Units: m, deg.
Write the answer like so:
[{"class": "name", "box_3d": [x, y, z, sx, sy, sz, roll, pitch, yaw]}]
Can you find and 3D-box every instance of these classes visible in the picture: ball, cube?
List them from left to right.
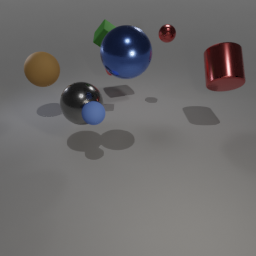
[{"class": "ball", "box_3d": [-3.463, -2.362, 11.313, 1.400, 1.400, 1.400, 0, 29, 0]}, {"class": "ball", "box_3d": [-1.506, -0.799, 9.145, 1.400, 1.400, 1.400, 0, 29, 0]}, {"class": "ball", "box_3d": [-1.016, -0.434, 8.250, 0.700, 0.700, 0.700, 0, 29, 0]}, {"class": "cube", "box_3d": [-0.781, -3.370, 10.262, 0.700, 0.700, 0.700, 28, 42, -28]}, {"class": "ball", "box_3d": [-0.047, -2.021, 7.526, 1.400, 1.400, 1.400, 0, 29, 0]}, {"class": "ball", "box_3d": [1.559, -3.753, 11.127, 0.700, 0.700, 0.700, 0, 29, 0]}]

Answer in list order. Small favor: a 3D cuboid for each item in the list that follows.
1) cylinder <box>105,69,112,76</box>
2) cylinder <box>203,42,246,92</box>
[{"class": "cylinder", "box_3d": [-0.312, -3.325, 13.746, 1.400, 1.400, 1.400, -8, 30, -22]}, {"class": "cylinder", "box_3d": [3.607, -2.262, 10.540, 1.400, 1.400, 1.400, 0, -13, 0]}]
